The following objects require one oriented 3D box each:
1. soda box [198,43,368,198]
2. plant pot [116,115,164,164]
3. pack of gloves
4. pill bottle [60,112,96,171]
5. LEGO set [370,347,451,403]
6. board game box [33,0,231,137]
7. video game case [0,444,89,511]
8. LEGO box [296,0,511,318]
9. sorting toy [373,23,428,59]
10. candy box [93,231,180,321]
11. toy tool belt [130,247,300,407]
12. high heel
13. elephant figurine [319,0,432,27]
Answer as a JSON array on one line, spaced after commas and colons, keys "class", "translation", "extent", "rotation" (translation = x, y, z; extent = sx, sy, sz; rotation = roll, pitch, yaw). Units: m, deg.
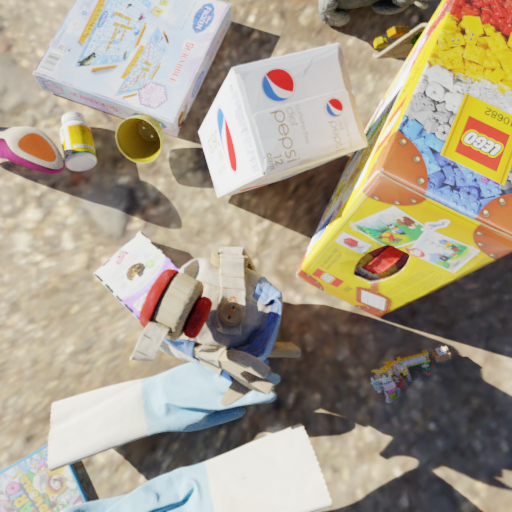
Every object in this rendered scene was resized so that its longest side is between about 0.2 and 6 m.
[{"class": "soda box", "translation": [0.117, -1.568, 7.451], "extent": [1.242, 3.647, 1.161], "rotation": [-17, 96, -10]}, {"class": "plant pot", "translation": [-1.789, -1.942, 9.001], "extent": [0.762, 0.762, 0.541], "rotation": [14, 34, 4]}, {"class": "pack of gloves", "translation": [-1.002, 2.664, 7.337], "extent": [3.316, 0.654, 2.786], "rotation": [-16, 37, -6]}, {"class": "pill bottle", "translation": [-2.968, -1.904, 9.283], "extent": [0.505, 0.505, 0.896], "rotation": [-15, 72, -5]}, {"class": "LEGO set", "translation": [2.223, 1.753, 8.129], "extent": [1.378, 0.634, 0.513], "rotation": [-15, 88, -28]}, {"class": "board game box", "translation": [-2.087, -3.655, 9.795], "extent": [2.577, 0.531, 2.583], "rotation": [21, 74, 5]}, {"class": "video game case", "translation": [-3.210, 3.421, 7.770], "extent": [1.520, 0.135, 1.088], "rotation": [-29, 75, -9]}, {"class": "LEGO box", "translation": [2.097, -1.120, 7.150], "extent": [1.540, 3.990, 2.972], "rotation": [26, 73, 1]}, {"class": "sorting toy", "translation": [2.534, -3.462, 9.147], "extent": [1.653, 1.232, 0.221], "rotation": [-16, 92, -33]}, {"class": "candy box", "translation": [-1.713, 0.376, 8.595], "extent": [1.168, 0.418, 0.980], "rotation": [43, 77, 12]}, {"class": "toy tool belt", "translation": [-0.220, 0.893, 6.999], "extent": [1.849, 3.008, 1.878], "rotation": [25, 85, 4]}, {"class": "high heel", "translation": [-3.789, -1.604, 8.799], "extent": [1.969, 0.946, 0.664], "rotation": [34, 49, 13]}, {"class": "elephant figurine", "translation": [2.377, -4.871, 9.646], "extent": [2.587, 1.831, 2.007], "rotation": [0, 87, 6]}]
